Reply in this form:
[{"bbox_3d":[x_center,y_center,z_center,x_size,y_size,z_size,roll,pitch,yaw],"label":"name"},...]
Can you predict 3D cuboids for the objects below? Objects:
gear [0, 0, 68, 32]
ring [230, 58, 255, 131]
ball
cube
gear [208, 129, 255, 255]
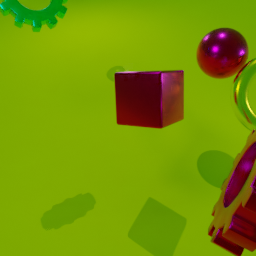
[{"bbox_3d":[-1.695,-2.365,4.974,1.240,1.240,0.229,-25,8,-24],"label":"gear"},{"bbox_3d":[3.036,-0.677,5.808,1.760,1.760,0.352,5,2,5],"label":"ring"},{"bbox_3d":[2.116,-1.675,6.321,1.126,1.126,1.126,0,44,0],"label":"ball"},{"bbox_3d":[0.412,-0.568,5.168,0.951,0.951,0.951,6,14,34],"label":"cube"},{"bbox_3d":[1.728,0.719,3.877,0.369,1.998,1.998,26,49,13],"label":"gear"}]
